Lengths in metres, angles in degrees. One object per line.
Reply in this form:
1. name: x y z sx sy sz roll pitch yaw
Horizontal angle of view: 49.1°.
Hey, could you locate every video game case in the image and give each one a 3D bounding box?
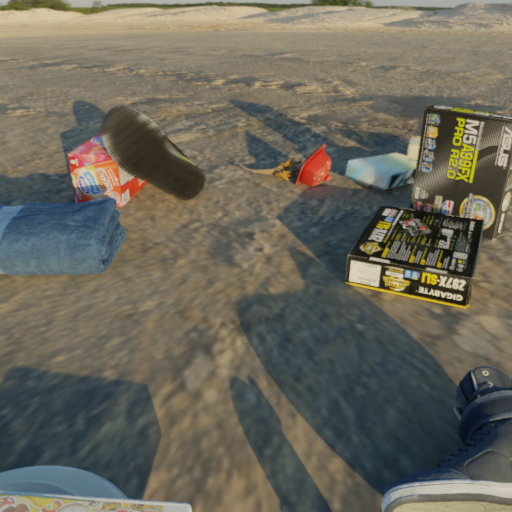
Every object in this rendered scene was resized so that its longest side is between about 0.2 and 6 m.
1. video game case: -1.368 2.333 3.913 1.622 0.186 1.476 2 27 2

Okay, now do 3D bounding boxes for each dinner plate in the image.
1. dinner plate: -1.951 2.386 4.280 2.160 0.262 2.160 1 27 -1

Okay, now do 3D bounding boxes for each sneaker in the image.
1. sneaker: 1.834 1.683 4.933 1.970 0.749 1.423 3 36 -15
2. sneaker: -2.090 -1.979 10.801 1.006 2.804 1.161 -45 54 2

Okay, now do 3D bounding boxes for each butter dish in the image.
1. butter dish: 1.338 -1.830 12.094 0.622 0.839 0.841 39 66 9

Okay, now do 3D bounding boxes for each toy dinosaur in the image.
1. toy dinosaur: 0.523 -1.906 12.691 1.650 0.498 0.876 -2 1 -14

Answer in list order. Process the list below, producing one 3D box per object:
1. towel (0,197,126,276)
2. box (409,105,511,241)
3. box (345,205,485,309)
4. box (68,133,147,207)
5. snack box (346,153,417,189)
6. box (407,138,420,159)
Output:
1. towel: -3.838 -0.314 9.016 3.175 0.771 1.773 0 28 -1
2. box: 3.679 -1.500 9.904 1.670 2.085 0.461 24 33 38
3. box: 2.571 -0.091 8.843 1.779 0.550 2.229 9 28 21
4. box: -2.975 -1.941 11.870 1.053 1.099 2.205 4 28 8
5. snack box: 3.012 -1.913 12.439 1.877 0.348 1.090 -16 33 -40
6. box: 4.375 -2.372 13.224 1.537 0.632 0.526 10 36 15
